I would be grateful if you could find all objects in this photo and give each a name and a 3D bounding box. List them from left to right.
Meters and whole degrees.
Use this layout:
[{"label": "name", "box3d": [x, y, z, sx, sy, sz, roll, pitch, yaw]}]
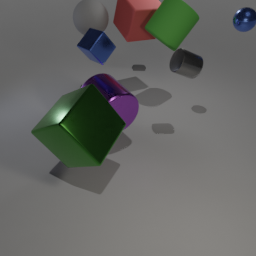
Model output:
[{"label": "cube", "box3d": [-1.192, 0.001, 6.938, 1.400, 1.400, 1.400, -11, 38, 45]}, {"label": "ball", "box3d": [-1.460, -4.323, 11.015, 1.400, 1.400, 1.400, 0, 33, 0]}, {"label": "cube", "box3d": [-0.934, -2.422, 8.317, 0.700, 0.700, 0.700, 31, 84, 40]}, {"label": "cylinder", "box3d": [-0.606, -0.774, 8.696, 1.400, 1.400, 1.400, -19, 45, -27]}, {"label": "cube", "box3d": [0.409, -4.481, 11.189, 1.400, 1.400, 1.400, -15, 58, -25]}, {"label": "cylinder", "box3d": [1.546, -3.713, 9.937, 1.400, 1.400, 1.400, 34, 16, -11]}, {"label": "cylinder", "box3d": [1.674, -1.849, 8.069, 0.700, 0.700, 0.700, 13, 26, -26]}, {"label": "ball", "box3d": [3.540, -3.274, 8.477, 0.700, 0.700, 0.700, 0, 33, 0]}]
